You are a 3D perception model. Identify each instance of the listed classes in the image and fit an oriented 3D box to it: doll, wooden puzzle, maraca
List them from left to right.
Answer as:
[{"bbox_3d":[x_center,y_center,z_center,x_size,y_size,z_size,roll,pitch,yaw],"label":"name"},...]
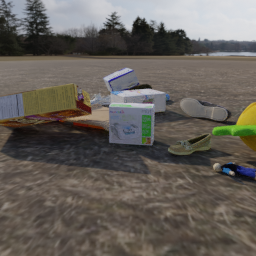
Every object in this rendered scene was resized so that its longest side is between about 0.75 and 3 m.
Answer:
[{"bbox_3d":[-0.857,-0.353,9.645,2.300,0.428,2.128,14,22,35],"label":"wooden puzzle"},{"bbox_3d":[2.263,0.887,5.914,0.895,0.217,0.611,9,18,26],"label":"doll"},{"bbox_3d":[3.409,-0.031,6.711,2.835,1.517,1.944,-6,-1,-21],"label":"maraca"}]

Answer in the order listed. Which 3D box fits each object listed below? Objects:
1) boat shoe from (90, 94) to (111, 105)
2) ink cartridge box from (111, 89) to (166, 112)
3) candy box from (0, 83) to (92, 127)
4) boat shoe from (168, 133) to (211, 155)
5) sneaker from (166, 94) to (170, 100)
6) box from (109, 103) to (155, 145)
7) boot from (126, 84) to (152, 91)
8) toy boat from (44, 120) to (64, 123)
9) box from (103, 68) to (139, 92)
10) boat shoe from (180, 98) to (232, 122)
[{"bbox_3d":[-1.311,-1.296,12.483,1.310,0.559,0.484,-9,19,-26],"label":"boat shoe"},{"bbox_3d":[0.406,-1.073,11.331,1.887,0.799,1.363,-7,18,-25],"label":"ink cartridge box"},{"bbox_3d":[-2.602,-0.602,8.333,2.704,0.763,1.577,-8,-5,8],"label":"candy box"},{"bbox_3d":[1.594,0.405,7.176,1.262,0.397,0.460,-6,18,-20],"label":"boat shoe"},{"bbox_3d":[1.677,-1.484,13.316,0.609,0.439,1.160,3,16,9],"label":"sneaker"},{"bbox_3d":[0.117,-0.133,7.798,1.209,1.067,0.585,4,17,10],"label":"box"},{"bbox_3d":[0.459,-2.323,15.954,1.386,0.523,1.582,-5,17,-15],"label":"boot"},{"bbox_3d":[-2.505,-0.509,9.902,0.787,0.785,1.203,36,27,12],"label":"toy boat"},{"bbox_3d":[-0.399,-2.593,15.425,1.522,0.868,1.655,-26,22,-8],"label":"box"},{"bbox_3d":[2.861,-0.647,10.375,1.964,0.656,0.560,22,14,41],"label":"boat shoe"}]
